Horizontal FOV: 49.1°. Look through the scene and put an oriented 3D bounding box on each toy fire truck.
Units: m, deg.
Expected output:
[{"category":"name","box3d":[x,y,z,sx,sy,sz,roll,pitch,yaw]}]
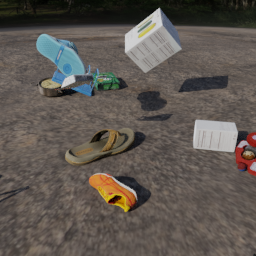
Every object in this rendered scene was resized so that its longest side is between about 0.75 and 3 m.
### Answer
[{"category":"toy fire truck","box3d":[4.257,0.986,9.069,1.636,0.917,1.373,21,52,38]}]

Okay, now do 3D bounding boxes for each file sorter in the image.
[{"category":"file sorter","box3d":[-2.841,-2.963,15.486,2.208,1.355,1.532,22,21,-18]}]

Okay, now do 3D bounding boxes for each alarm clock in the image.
[{"category":"alarm clock","box3d":[-4.436,-2.287,15.585,2.081,0.693,1.404,11,35,4]}]

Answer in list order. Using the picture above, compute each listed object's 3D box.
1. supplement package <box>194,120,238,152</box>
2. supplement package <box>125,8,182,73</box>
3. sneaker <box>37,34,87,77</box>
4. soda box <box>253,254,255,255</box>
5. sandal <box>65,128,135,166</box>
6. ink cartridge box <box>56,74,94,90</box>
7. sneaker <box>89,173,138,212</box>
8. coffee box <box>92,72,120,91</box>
[{"category":"supplement package","box3d":[3.200,0.279,10.380,1.447,0.849,0.846,6,27,11]},{"category":"supplement package","box3d":[1.145,-4.073,13.193,2.095,1.578,1.590,-29,41,29]},{"category":"sneaker","box3d":[-2.199,-2.749,10.909,2.423,0.963,1.582,43,22,13]},{"category":"soda box","box3d":[2.456,2.964,5.519,0.308,0.344,0.972,17,30,36]},{"category":"sandal","box3d":[-0.892,0.483,10.045,2.890,0.781,1.161,-19,32,-33]},{"category":"ink cartridge box","box3d":[-1.807,-1.522,9.289,1.084,0.256,0.868,-11,4,38]},{"category":"sneaker","box3d":[-0.512,1.729,7.751,1.641,0.599,0.633,18,32,34]},{"category":"coffee box","box3d":[-1.396,-2.891,17.201,1.384,0.495,2.250,-7,28,-14]}]
